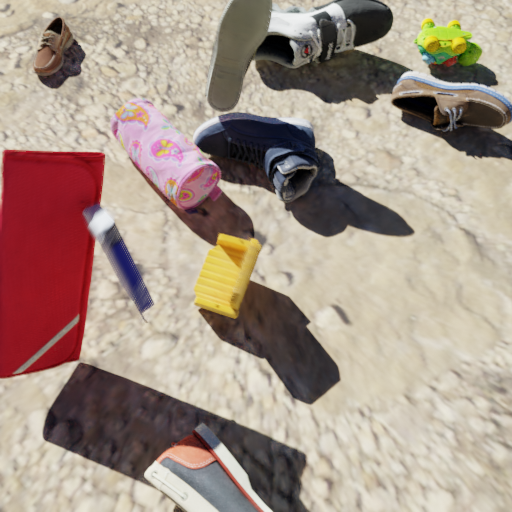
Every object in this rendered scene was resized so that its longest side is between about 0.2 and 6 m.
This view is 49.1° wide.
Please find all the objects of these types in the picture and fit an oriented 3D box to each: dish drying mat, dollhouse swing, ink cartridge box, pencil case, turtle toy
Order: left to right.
[{"bbox_3d":[-2.785,0.199,7.509,1.274,3.316,0.302,-6,33,-37],"label":"dish drying mat"},{"bbox_3d":[-1.674,0.069,6.981,0.255,1.253,1.256,-28,31,-14],"label":"ink cartridge box"},{"bbox_3d":[-1.717,-1.938,10.637,1.101,1.101,2.518,-34,62,-22],"label":"pencil case"},{"bbox_3d":[-0.517,0.228,8.715,1.094,1.058,1.204,16,77,19],"label":"dollhouse swing"},{"bbox_3d":[4.365,-4.756,12.748,1.585,0.801,1.155,7,48,3],"label":"turtle toy"}]

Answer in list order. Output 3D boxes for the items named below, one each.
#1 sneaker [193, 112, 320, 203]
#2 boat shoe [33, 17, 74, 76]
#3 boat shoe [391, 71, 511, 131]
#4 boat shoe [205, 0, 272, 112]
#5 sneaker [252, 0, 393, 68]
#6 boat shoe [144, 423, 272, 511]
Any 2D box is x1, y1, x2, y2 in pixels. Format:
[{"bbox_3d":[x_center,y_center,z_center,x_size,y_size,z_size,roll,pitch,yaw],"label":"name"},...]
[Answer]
[{"bbox_3d":[0.019,-1.852,10.608,2.420,0.920,1.749,-3,52,-3],"label":"sneaker"},{"bbox_3d":[-4.771,-4.862,12.935,0.672,0.637,1.774,3,55,2],"label":"boat shoe"},{"bbox_3d":[3.964,-3.012,11.554,2.482,0.896,0.898,23,62,27],"label":"boat shoe"},{"bbox_3d":[-0.390,-3.884,10.273,0.861,2.415,0.727,14,35,-17],"label":"boat shoe"},{"bbox_3d":[1.348,-4.852,12.614,3.457,1.281,1.530,-2,53,10],"label":"sneaker"},{"bbox_3d":[-0.105,3.473,6.687,0.997,1.134,3.187,-34,59,-22],"label":"boat shoe"}]
